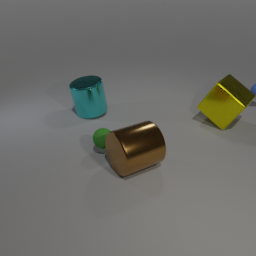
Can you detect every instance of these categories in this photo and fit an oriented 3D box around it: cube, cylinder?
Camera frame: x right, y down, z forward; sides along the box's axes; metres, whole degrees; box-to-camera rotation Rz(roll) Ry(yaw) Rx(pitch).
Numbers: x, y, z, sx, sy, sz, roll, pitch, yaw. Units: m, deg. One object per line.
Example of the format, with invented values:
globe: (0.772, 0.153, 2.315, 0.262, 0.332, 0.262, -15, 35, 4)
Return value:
cube: (3.926, -1.053, 11.208, 1.400, 1.400, 1.400, 44, 44, 13)
cylinder: (0.215, 0.607, 8.634, 1.400, 1.400, 1.400, -17, 33, -26)
cylinder: (-1.679, -1.345, 12.050, 1.400, 1.400, 1.400, -7, 33, 5)

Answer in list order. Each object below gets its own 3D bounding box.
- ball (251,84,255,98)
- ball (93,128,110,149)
ball: (5.938, -1.700, 12.698, 0.700, 0.700, 0.700, 0, 29, 0)
ball: (-0.840, 0.347, 9.444, 0.700, 0.700, 0.700, 0, 29, 0)
